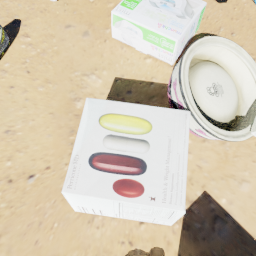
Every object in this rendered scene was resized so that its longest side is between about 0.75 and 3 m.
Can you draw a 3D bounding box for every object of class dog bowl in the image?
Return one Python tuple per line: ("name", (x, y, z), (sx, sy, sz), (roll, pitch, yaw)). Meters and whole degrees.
("dog bowl", (2.358, -0.957, 7.651), (2.885, 1.064, 2.885), (6, 76, -23))

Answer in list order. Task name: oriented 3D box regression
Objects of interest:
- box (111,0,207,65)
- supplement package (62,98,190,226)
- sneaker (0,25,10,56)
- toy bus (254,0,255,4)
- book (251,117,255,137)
("box", (1.010, -3.658, 9.597), (2.465, 1.192, 2.175), (30, 64, 14))
("supplement package", (0.048, 0.843, 6.753), (2.490, 1.831, 2.381), (7, 63, 3))
("sneaker", (-4.894, -2.334, 8.922), (1.067, 1.081, 2.829), (13, 63, 5))
("toy bus", (6.078, -4.817, 10.239), (2.158, 1.115, 2.036), (-35, 38, 12))
("book", (4.184, 0.119, 7.442), (1.925, 0.463, 1.286), (36, 67, -16))
